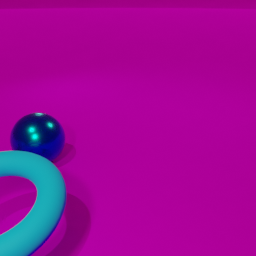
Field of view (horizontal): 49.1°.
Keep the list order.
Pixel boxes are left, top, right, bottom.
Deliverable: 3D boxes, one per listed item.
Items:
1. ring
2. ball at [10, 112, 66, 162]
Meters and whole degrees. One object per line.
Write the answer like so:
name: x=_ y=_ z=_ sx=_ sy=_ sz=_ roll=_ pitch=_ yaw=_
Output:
ring: x=-1.906 y=1.073 z=3.935 sx=2.059 sy=0.412 sz=2.059 roll=-1 pitch=37 yaw=1
ball: x=-2.085 y=0.252 z=6.520 sx=1.232 sy=1.232 sz=1.232 roll=0 pitch=26 yaw=0
